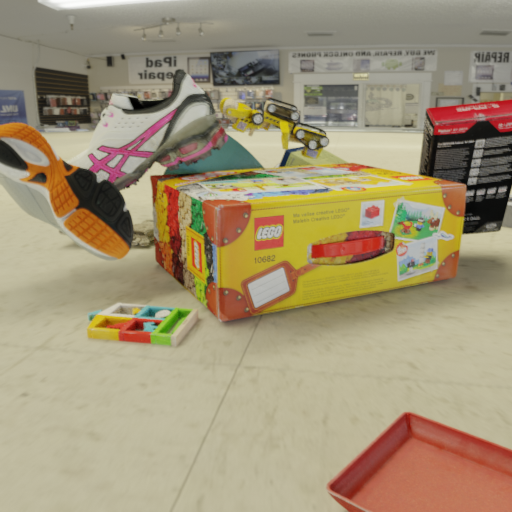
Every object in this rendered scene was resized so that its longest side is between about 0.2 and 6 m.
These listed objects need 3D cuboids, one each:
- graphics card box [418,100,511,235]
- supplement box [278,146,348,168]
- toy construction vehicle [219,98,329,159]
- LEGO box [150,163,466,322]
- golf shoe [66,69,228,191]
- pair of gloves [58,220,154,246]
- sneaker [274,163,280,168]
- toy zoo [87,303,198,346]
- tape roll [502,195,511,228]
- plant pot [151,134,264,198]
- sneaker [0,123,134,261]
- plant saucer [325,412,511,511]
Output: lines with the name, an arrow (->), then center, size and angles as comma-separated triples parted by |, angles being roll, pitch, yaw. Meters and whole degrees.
graphics card box -> 3.824, -1.511, 10.209 | 1.625, 2.590, 0.659 | -6, 42, 3
supplement box -> 1.615, -1.816, 14.053 | 1.773, 1.192, 1.775 | 33, 29, 19
toy construction vehicle -> 0.251, -2.348, 10.232 | 1.907, 0.672, 1.661 | 14, 28, -12
LEGO box -> 0.736, -0.517, 9.727 | 4.395, 1.696, 3.273 | -8, 18, -25
golf shoe -> -2.309, -2.085, 9.979 | 3.454, 1.590, 1.254 | -20, 26, 16
pair of gloves -> -3.073, -0.547, 12.300 | 2.021, 0.354, 1.718 | 4, 13, 4
sneaker -> 0.977, -2.097, 16.313 | 1.659, 1.051, 2.950 | 9, 26, 41
toy zoo -> -1.623, 0.909, 7.646 | 1.462, 0.150, 0.959 | 3, 17, 11
tape roll -> 6.495, -1.108, 13.820 | 1.699, 0.561, 1.699 | 1, 16, 0
plant pot -> -0.854, -1.627, 12.310 | 2.168, 1.532, 1.531 | 30, 55, -11
sneaker -> -3.184, -0.887, 9.266 | 2.924, 1.345, 1.107 | 42, 59, 8
plant saucer -> 1.485, 1.829, 4.317 | 1.415, 0.260, 1.417 | 13, 20, 38
